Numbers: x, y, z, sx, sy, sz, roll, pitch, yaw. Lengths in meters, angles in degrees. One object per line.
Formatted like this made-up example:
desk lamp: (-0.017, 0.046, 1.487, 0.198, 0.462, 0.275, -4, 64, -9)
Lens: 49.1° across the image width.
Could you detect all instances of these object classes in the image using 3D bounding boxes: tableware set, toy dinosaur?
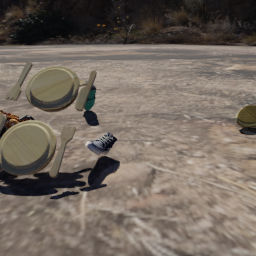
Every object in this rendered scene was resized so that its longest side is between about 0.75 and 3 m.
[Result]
tableware set: (-1.792, -0.182, 5.901, 1.738, 0.527, 2.630, 10, 62, 10)
toy dinosaur: (-2.619, 0.074, 6.168, 1.679, 1.139, 0.857, 40, 3, -7)

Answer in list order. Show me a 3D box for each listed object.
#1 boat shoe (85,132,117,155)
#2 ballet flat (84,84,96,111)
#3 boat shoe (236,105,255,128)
boat shoe: (-0.544, 0.295, 5.985, 0.390, 0.484, 1.045, 39, 2, 10)
ballet flat: (-1.328, -1.095, 9.437, 0.484, 1.326, 0.484, 6, 62, -12)
boat shoe: (3.878, -0.349, 8.508, 1.925, 0.606, 0.702, -24, 57, -36)
